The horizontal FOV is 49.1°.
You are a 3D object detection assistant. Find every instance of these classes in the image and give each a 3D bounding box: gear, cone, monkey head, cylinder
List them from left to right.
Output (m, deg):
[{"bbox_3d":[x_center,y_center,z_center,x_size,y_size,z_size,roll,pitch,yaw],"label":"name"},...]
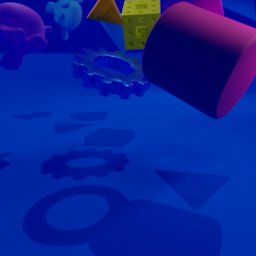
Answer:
[{"bbox_3d":[-2.589,-2.118,6.453,1.894,1.362,1.141,3,50,-48],"label":"monkey head"},{"bbox_3d":[-2.495,-4.494,11.011,1.314,1.827,1.101,22,1,32],"label":"monkey head"},{"bbox_3d":[-0.560,-3.857,9.538,1.206,1.201,1.201,34,6,-20],"label":"cone"},{"bbox_3d":[-0.359,-1.318,6.529,1.824,0.337,1.824,12,36,-9],"label":"gear"},{"bbox_3d":[-0.281,-3.637,11.092,1.521,1.527,1.521,-7,28,4],"label":"cone"},{"bbox_3d":[0.997,-2.148,4.600,0.924,0.921,0.921,-13,11,22],"label":"cone"},{"bbox_3d":[1.110,-1.009,4.197,1.319,1.319,1.319,36,33,27],"label":"cylinder"},{"bbox_3d":[2.143,-2.895,5.921,1.401,1.396,1.396,10,19,39],"label":"cone"}]

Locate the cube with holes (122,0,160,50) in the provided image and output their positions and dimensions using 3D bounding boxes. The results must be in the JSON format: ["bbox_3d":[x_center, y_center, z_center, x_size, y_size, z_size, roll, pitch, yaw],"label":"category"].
[{"bbox_3d":[0.436,-3.117,8.418,1.063,1.063,1.063,-1,45,7],"label":"cube with holes"}]
